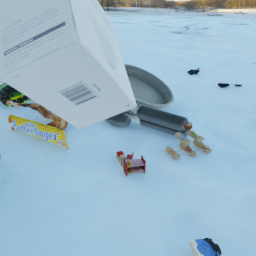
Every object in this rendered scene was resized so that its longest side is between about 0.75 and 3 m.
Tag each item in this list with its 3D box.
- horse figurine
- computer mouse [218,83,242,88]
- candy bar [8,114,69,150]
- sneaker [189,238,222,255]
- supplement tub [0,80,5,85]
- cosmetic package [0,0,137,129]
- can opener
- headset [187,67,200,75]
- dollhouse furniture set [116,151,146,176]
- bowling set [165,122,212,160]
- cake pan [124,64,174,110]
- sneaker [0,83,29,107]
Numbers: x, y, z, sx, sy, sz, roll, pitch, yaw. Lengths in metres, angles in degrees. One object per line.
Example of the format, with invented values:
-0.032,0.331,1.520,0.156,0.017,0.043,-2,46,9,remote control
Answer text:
-2.527,-0.803,9.302,1.939,0.730,2.926,13,24,6,horse figurine
4.401,-1.820,12.083,1.123,0.191,0.329,2,9,-6,computer mouse
-2.531,0.069,7.823,2.321,0.579,0.257,15,39,28,candy bar
1.278,1.991,4.292,0.422,0.291,0.759,-13,22,-6,sneaker
-5.024,-2.363,12.118,1.502,1.054,1.054,-12,29,-23,supplement tub
-1.088,-1.540,5.203,1.410,2.286,2.294,-20,64,15,cosmetic package
0.500,-0.208,8.455,2.739,0.721,0.910,14,65,29,can opener
3.267,-2.823,13.800,0.503,0.383,0.815,-11,17,-19,headset
0.055,0.744,6.699,0.482,0.364,0.896,-8,28,-16,dollhouse furniture set
1.551,0.318,7.113,1.181,0.822,0.634,-15,32,-20,bowling set
0.402,-1.407,9.914,2.531,0.464,2.531,19,34,-13,cake pan
-3.876,-1.683,10.808,1.127,1.032,2.645,22,34,37,sneaker
